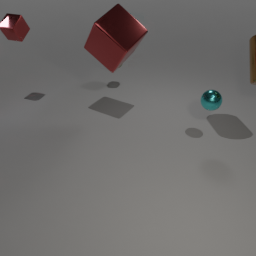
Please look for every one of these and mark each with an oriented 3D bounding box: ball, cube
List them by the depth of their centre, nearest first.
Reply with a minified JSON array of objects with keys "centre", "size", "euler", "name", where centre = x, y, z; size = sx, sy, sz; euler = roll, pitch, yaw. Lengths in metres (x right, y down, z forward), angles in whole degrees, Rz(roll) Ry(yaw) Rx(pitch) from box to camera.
[{"centre":[2.769,-0.924,9.304],"size":[0.700,0.700,0.700],"euler":[0,30,0],"name":"ball"},{"centre":[-0.445,-3.098,9.782],"size":[1.400,1.400,1.400],"euler":[41,60,-5],"name":"cube"},{"centre":[-4.305,-3.805,10.622],"size":[0.700,0.700,0.700],"euler":[13,66,18],"name":"cube"}]

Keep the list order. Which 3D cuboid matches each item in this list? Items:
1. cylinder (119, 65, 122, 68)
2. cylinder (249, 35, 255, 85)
[{"centre":[-0.634,-3.372,13.882],"size":[0.700,0.700,0.700],"euler":[4,-2,6],"name":"cylinder"},{"centre":[4.429,-2.081,8.450],"size":[1.400,1.400,1.400],"euler":[-1,0,0],"name":"cylinder"}]
